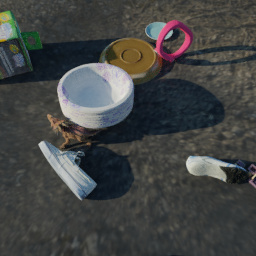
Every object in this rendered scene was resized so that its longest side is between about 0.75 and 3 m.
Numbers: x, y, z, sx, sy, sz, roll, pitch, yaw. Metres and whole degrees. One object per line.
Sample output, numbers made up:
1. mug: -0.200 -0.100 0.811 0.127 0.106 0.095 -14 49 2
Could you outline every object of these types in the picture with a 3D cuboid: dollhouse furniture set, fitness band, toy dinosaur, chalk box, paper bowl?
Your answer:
1. dollhouse furniture set: 4.244 0.996 8.689 1.381 0.980 1.094 -35 64 -20
2. fitness band: 1.813 -3.355 10.937 1.443 2.010 0.376 -52 60 20
3. toy dinosaur: -1.749 0.100 9.140 1.760 1.193 0.755 1 57 0
4. chalk box: -4.864 -3.193 10.911 2.850 1.773 1.764 -19 60 -13
5. paper bowl: -1.064 -0.996 9.638 2.516 1.309 2.516 1 47 -1

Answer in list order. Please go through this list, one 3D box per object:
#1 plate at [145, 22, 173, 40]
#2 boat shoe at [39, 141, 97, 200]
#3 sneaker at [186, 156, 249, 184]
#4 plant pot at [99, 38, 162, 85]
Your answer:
1. plate: 1.387 -4.313 12.578 1.220 0.156 1.220 0 58 -1
2. boat shoe: -1.790 1.080 8.724 0.974 0.844 2.284 -38 67 -21
3. sneaker: 2.793 1.240 8.760 1.938 0.696 0.702 13 31 0
4. plant pot: 0.110 -2.876 11.543 2.628 0.361 2.628 0 57 1
